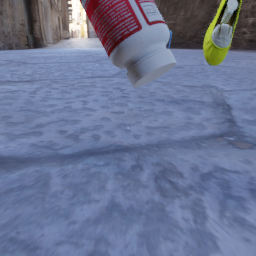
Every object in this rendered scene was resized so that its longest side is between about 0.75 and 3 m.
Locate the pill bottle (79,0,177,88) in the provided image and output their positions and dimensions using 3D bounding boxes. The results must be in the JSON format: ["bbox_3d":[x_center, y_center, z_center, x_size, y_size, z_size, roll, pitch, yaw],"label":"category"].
[{"bbox_3d":[0.004,-2.166,5.890,1.370,2.441,1.370,-27,-3,-2],"label":"pill bottle"}]

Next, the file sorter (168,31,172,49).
[{"bbox_3d":[0.708,-3.596,11.856,2.007,1.393,1.231,5,22,-7],"label":"file sorter"}]

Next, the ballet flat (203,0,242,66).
[{"bbox_3d":[1.968,-2.098,5.753,0.548,1.639,0.549,20,-11,1],"label":"ballet flat"}]
